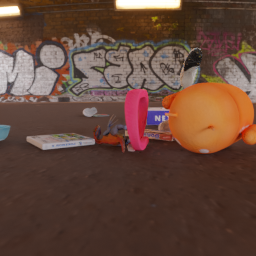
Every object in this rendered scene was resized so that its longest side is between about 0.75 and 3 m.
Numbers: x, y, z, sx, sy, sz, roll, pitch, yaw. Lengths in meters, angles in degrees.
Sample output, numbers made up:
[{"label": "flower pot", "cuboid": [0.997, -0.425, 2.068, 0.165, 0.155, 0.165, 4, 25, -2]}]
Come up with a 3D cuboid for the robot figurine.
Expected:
[{"label": "robot figurine", "cuboid": [1.945, -0.274, 6.575, 1.589, 1.960, 2.725, -35, -14, 34]}]

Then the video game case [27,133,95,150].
[{"label": "video game case", "cuboid": [-1.814, 0.331, 7.432, 1.357, 0.164, 1.489, -4, 7, -33]}]

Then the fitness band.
[{"label": "fitness band", "cuboid": [0.237, -0.221, 6.725, 0.368, 1.412, 1.966, -1, 9, 11]}]

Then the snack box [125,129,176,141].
[{"label": "snack box", "cuboid": [0.743, 0.186, 8.430, 1.663, 0.202, 0.598, 5, 8, 36]}]

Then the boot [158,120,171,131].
[{"label": "boot", "cuboid": [1.721, -0.008, 8.624, 1.453, 0.534, 0.694, -1, 1, -15]}]

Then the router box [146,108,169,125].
[{"label": "router box", "cuboid": [2.023, -0.572, 12.875, 2.622, 0.640, 2.353, 0, 7, 0]}]

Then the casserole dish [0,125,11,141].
[{"label": "casserole dish", "cuboid": [-4.153, 0.199, 7.530, 1.267, 0.406, 2.093, 2, 8, 17]}]

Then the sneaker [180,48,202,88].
[{"label": "sneaker", "cuboid": [2.243, -2.201, 10.150, 0.602, 1.674, 0.607, 7, 49, -2]}]

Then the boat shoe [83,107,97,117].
[{"label": "boat shoe", "cuboid": [-2.310, -0.879, 16.588, 0.458, 0.532, 1.478, -32, -3, 21]}]

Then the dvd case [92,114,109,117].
[{"label": "dvd case", "cuboid": [-1.631, -0.760, 16.836, 0.831, 0.091, 0.607, -4, 8, -36]}]

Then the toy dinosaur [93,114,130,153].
[{"label": "toy dinosaur", "cuboid": [-0.450, 0.156, 6.909, 1.402, 0.811, 1.545, -20, 8, 30]}]
